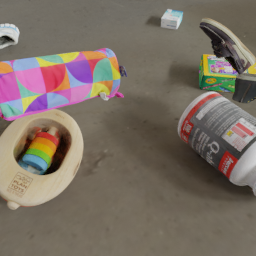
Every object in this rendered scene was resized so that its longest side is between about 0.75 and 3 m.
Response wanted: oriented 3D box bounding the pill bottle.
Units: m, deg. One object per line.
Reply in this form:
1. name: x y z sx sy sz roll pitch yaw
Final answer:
1. pill bottle: 2.743 0.419 7.085 1.615 1.615 2.787 -27 51 -24

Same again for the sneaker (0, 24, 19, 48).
1. sneaker: -5.833 -3.737 11.736 2.463 0.923 1.067 -14 52 -13

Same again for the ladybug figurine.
1. ladybug figurine: -2.228 0.744 6.958 1.971 1.045 2.904 29 44 -8

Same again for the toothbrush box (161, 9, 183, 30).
1. toothbrush box: 2.108 -5.223 13.454 0.805 0.469 1.100 16 49 15

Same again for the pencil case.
1. pencil case: -1.547 -1.020 6.273 2.987 1.320 1.320 -15 47 -26

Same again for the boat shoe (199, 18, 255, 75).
1. boat shoe: 1.687 -1.388 4.850 1.276 0.413 0.459 31 13 -24

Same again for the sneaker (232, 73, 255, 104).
1. sneaker: 3.597 -1.008 7.558 1.451 0.771 0.543 12 27 13

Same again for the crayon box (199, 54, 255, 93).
1. crayon box: 3.772 -1.938 10.076 2.292 0.668 1.362 7 46 7
